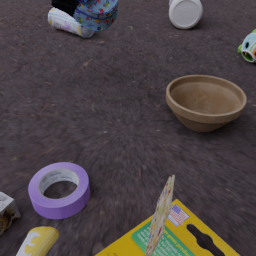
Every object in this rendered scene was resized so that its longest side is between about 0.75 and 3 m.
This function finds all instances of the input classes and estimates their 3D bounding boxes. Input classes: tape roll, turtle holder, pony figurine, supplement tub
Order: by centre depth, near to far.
[{"bbox_3d":[-1.823,2.241,2.459,2.444,2.109,2.532,-5,34,0],"label":"pony figurine"},{"bbox_3d":[-1.279,1.155,5.295,1.096,0.360,1.096,0,39,0],"label":"tape roll"},{"bbox_3d":[4.517,-2.935,9.945,1.028,1.100,1.448,-42,48,3],"label":"turtle holder"},{"bbox_3d":[2.662,-5.659,13.104,1.471,1.471,2.097,4,39,6],"label":"supplement tub"}]

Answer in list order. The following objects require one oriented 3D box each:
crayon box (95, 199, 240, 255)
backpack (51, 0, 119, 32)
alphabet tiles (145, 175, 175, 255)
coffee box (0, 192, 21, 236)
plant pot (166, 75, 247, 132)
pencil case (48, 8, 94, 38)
[{"bbox_3d":[0.268,2.240,3.651,2.534,0.654,1.593,-26,44,-28],"label":"crayon box"},{"bbox_3d":[-0.934,-3.299,7.058,1.556,1.046,1.420,35,62,-8],"label":"backpack"},{"bbox_3d":[0.320,0.869,2.800,0.025,0.663,0.797,21,30,3],"label":"alphabet tiles"},{"bbox_3d":[-2.283,1.578,4.637,0.354,0.502,0.888,20,43,23],"label":"coffee box"},{"bbox_3d":[1.880,-0.522,7.021,1.903,0.878,1.903,0,39,0],"label":"plant pot"},{"bbox_3d":[-2.471,-4.613,12.193,2.246,0.934,1.019,27,24,31],"label":"pencil case"}]
